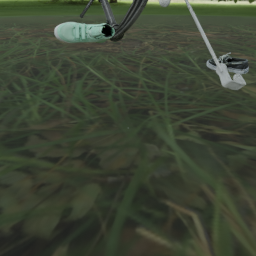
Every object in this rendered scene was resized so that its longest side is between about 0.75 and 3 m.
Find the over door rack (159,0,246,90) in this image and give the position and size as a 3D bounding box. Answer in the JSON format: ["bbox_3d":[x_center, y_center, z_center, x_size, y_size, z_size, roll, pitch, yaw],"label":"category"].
[{"bbox_3d":[1.450,-2.072,3.786,0.877,2.634,1.946,-21,-11,-43],"label":"over door rack"}]

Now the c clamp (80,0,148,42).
[{"bbox_3d":[-0.311,-3.251,7.145,0.397,2.504,2.931,15,38,-34],"label":"c clamp"}]

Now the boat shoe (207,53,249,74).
[{"bbox_3d":[2.750,-1.842,7.827,0.462,0.427,1.250,-35,39,-21],"label":"boat shoe"}]

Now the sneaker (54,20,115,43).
[{"bbox_3d":[-0.694,-1.620,4.641,0.955,0.352,0.564,-8,8,-31],"label":"sneaker"}]
